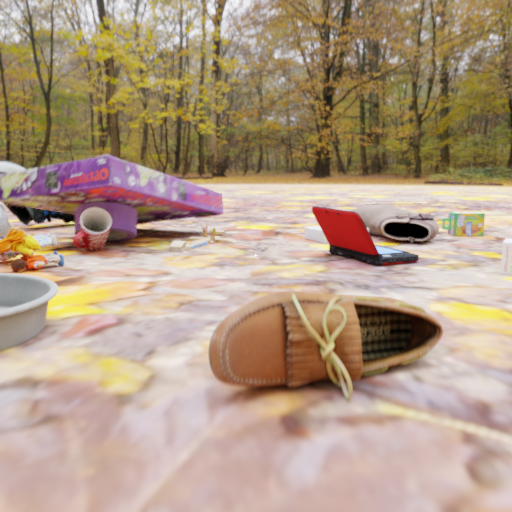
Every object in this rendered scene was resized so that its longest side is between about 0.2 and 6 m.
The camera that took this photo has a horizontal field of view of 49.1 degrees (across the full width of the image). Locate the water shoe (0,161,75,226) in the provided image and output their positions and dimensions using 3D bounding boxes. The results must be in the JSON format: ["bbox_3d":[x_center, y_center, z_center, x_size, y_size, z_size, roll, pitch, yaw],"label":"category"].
[{"bbox_3d":[-6.333,-1.405,16.167,1.220,1.346,3.412,-8,-26,36],"label":"water shoe"}]

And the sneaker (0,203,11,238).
[{"bbox_3d":[-5.584,-0.419,10.435,1.057,1.160,2.830,1,9,4],"label":"sneaker"}]

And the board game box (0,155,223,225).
[{"bbox_3d":[-3.187,-1.418,13.514,2.977,0.801,4.961,-9,-6,23],"label":"board game box"}]

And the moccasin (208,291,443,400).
[{"bbox_3d":[0.664,0.742,4.801,2.273,0.831,0.877,5,-3,-31],"label":"moccasin"}]

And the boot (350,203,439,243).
[{"bbox_3d":[3.263,-0.786,13.835,2.397,0.842,1.752,2,12,17],"label":"boot"}]

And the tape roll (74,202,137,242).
[{"bbox_3d":[-3.440,-0.753,12.858,1.383,0.588,1.383,-1,-12,0],"label":"tape roll"}]

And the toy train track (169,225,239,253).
[{"bbox_3d":[-1.297,-0.445,13.010,1.405,0.398,2.450,3,10,20],"label":"toy train track"}]

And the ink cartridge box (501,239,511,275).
[{"bbox_3d":[4.616,0.033,9.529,0.777,0.570,0.568,4,10,29],"label":"ink cartridge box"}]

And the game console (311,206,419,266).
[{"bbox_3d":[2.116,-0.442,11.002,1.503,1.035,1.744,-4,11,-23],"label":"game console"}]

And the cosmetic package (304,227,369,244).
[{"bbox_3d":[1.974,-0.550,13.812,1.280,0.331,0.965,-5,12,-24],"label":"cosmetic package"}]

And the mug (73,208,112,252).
[{"bbox_3d":[-3.481,-0.498,11.710,0.824,0.620,0.929,-15,-20,-25],"label":"mug"}]

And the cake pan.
[{"bbox_3d":[-3.488,0.645,6.121,2.528,0.464,2.528,0,9,0],"label":"cake pan"}]

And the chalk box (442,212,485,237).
[{"bbox_3d":[5.406,-0.840,14.728,0.989,0.615,0.612,0,9,4],"label":"chalk box"}]

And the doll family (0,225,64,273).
[{"bbox_3d":[-4.413,-0.196,10.189,1.783,0.803,1.107,7,12,38],"label":"doll family"}]
